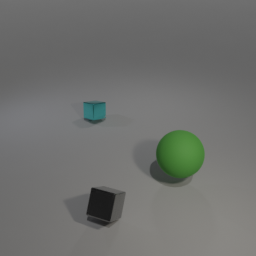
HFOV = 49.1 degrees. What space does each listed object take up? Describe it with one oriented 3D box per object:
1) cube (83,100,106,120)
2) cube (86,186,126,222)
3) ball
[{"bbox_3d":[-1.434,-0.768,12.047,0.700,0.700,0.700,14,20,43],"label":"cube"},{"bbox_3d":[-0.553,1.928,7.182,0.700,0.700,0.700,9,-5,22],"label":"cube"},{"bbox_3d":[1.522,0.759,8.197,1.400,1.400,1.400,0,29,0],"label":"ball"}]
